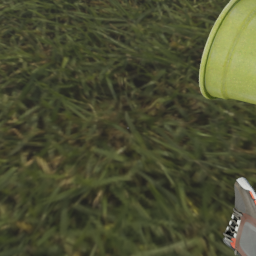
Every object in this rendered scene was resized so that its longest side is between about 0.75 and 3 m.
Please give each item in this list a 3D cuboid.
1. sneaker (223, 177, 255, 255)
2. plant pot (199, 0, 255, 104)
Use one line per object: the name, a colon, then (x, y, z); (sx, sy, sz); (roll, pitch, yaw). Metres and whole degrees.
sneaker: (1.610, 1.440, 3.894); (0.602, 0.566, 1.469); (-13, 90, 14)
plant pot: (2.683, -1.157, 5.020); (1.925, 2.094, 2.094); (31, 62, 35)
